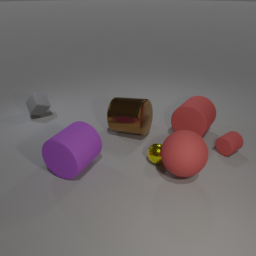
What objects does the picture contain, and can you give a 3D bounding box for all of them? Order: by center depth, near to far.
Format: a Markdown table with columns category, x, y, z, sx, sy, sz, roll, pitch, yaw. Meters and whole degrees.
| category | x | y | z | sx | sy | sz | roll | pitch | yaw |
| --- | --- | --- | --- | --- | --- | --- | --- | --- | --- |
| ball | 1.688 | 0.761 | 8.411 | 1.400 | 1.400 | 1.400 | 0 | 28 | 0 |
| cylinder | -1.770 | 0.683 | 8.999 | 1.400 | 1.400 | 1.400 | 13 | 31 | 23 |
| ball | 1.002 | 0.860 | 9.412 | 0.700 | 0.700 | 0.700 | 0 | 28 | 0 |
| cylinder | 3.604 | 0.544 | 9.960 | 0.700 | 0.700 | 0.700 | -23 | 36 | -32 |
| cylinder | 2.593 | -0.415 | 10.997 | 1.400 | 1.400 | 1.400 | 15 | 29 | 27 |
| cylinder | 0.097 | -0.485 | 11.047 | 1.400 | 1.400 | 1.400 | 6 | 28 | 24 |
| cube | -4.000 | -1.051 | 12.453 | 0.700 | 0.700 | 0.700 | 5 | 49 | -50 |
